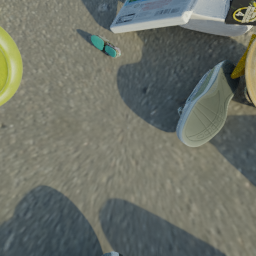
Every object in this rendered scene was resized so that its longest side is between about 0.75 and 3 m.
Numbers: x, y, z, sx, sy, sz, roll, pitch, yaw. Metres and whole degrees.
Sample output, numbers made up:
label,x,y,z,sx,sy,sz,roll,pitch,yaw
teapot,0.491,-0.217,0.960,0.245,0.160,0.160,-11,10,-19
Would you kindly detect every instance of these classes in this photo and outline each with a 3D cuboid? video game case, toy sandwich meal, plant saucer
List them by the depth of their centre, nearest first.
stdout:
label,x,y,z,sx,sy,sz,roll,pitch,yaw
plant saucer,-2.412,-0.918,4.223,1.556,1.556,0.242,-22,31,-13
toy sandwich meal,3.548,-1.469,7.257,2.291,0.785,2.291,-2,94,-31
video game case,0.982,-3.905,8.236,2.707,0.321,2.464,11,66,43

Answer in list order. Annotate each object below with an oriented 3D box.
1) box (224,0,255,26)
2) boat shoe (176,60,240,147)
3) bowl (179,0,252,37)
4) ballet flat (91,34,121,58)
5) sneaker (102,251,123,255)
label,x,y,z,sx,sy,sz,roll,pitch,yaw
box,2.697,-2.493,4.720,1.699,2.108,0.518,5,78,8
boat shoe,1.937,-0.619,7.060,0.978,0.851,2.655,40,66,-19
bowl,2.698,-3.969,8.863,2.703,1.010,2.707,14,60,8
ballet flat,-0.632,-2.446,8.389,1.114,0.401,0.401,40,67,20
sneaker,-1.246,3.258,4.591,1.707,1.182,2.827,22,63,2
